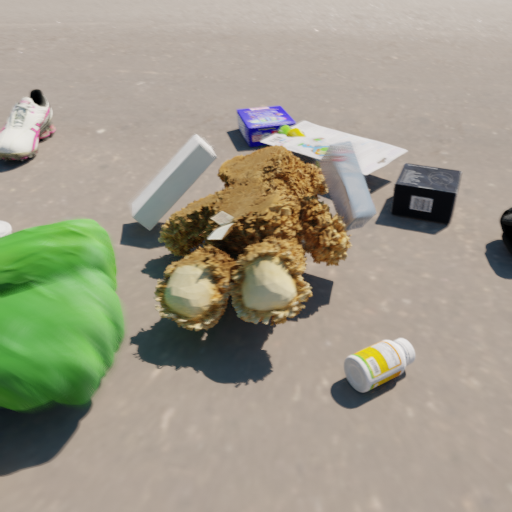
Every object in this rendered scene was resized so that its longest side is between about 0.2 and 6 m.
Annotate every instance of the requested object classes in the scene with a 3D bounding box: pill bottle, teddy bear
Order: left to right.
[{"bbox_3d":[-0.035,-0.242,9.002,3.149,1.450,4.343,-20,30,5],"label":"teddy bear"},{"bbox_3d":[1.608,1.377,7.225,0.871,0.484,0.484,-18,36,-26],"label":"pill bottle"}]

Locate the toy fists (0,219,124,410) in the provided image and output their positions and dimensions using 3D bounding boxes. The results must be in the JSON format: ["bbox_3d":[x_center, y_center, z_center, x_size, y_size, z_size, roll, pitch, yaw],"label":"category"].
[{"bbox_3d":[-2.763,0.640,7.585,1.905,1.285,3.737,-20,30,-7],"label":"toy fists"}]

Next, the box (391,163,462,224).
[{"bbox_3d":[3.401,-1.272,11.188,1.173,0.727,1.153,12,34,19],"label":"box"}]

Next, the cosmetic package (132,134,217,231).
[{"bbox_3d":[-1.538,-1.365,10.401,1.848,0.468,0.763,-46,23,9],"label":"cosmetic package"}]

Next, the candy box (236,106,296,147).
[{"bbox_3d":[0.252,-3.432,14.750,1.275,0.581,1.508,-8,34,-10],"label":"candy box"}]

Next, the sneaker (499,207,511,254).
[{"bbox_3d":[5.247,-0.093,9.228,1.540,1.006,2.753,-17,28,-20],"label":"sneaker"}]

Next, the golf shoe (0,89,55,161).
[{"bbox_3d":[-5.807,-3.230,13.830,0.983,1.247,2.708,1,34,-2],"label":"golf shoe"}]

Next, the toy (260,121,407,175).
[{"bbox_3d":[1.720,-2.310,12.876,2.937,0.693,1.691,29,45,33],"label":"toy"}]

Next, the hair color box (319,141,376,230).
[{"bbox_3d":[1.438,-1.105,8.914,0.384,0.628,1.268,-13,76,-15],"label":"hair color box"}]

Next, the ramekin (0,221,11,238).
[{"bbox_3d":[-4.740,-0.311,10.034,0.731,0.340,0.731,0,32,0],"label":"ramekin"}]
